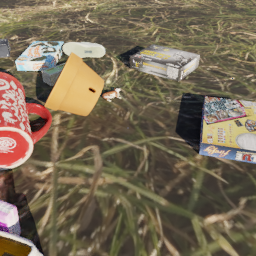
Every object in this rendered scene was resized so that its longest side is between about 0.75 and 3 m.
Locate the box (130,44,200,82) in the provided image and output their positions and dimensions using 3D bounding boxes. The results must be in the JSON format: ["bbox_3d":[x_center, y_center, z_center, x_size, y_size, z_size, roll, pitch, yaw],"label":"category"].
[{"bbox_3d":[1.764,-3.187,13.421,2.677,0.647,2.120,23,42,28],"label":"box"}]

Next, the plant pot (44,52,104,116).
[{"bbox_3d":[-1.784,-1.351,9.696,1.442,2.061,2.061,27,31,-18],"label":"plant pot"}]

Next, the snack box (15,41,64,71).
[{"bbox_3d":[-4.370,-3.697,14.245,1.667,0.532,2.869,1,35,1],"label":"snack box"}]

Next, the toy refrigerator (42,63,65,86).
[{"bbox_3d":[-2.917,-2.490,12.498,0.644,0.594,1.697,30,45,35],"label":"toy refrigerator"}]

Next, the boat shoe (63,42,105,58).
[{"bbox_3d":[-2.280,-4.117,14.759,2.203,0.768,0.784,5,26,-1],"label":"boat shoe"}]

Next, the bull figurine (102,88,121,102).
[{"bbox_3d":[-0.587,-1.321,11.125,0.866,0.282,0.526,-25,42,-31],"label":"bull figurine"}]

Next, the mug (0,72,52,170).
[{"bbox_3d":[-3.567,-0.320,8.430,2.479,1.863,2.793,-17,42,-18],"label":"mug"}]

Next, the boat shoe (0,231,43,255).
[{"bbox_3d":[-2.952,2.288,5.465,2.743,0.958,0.972,11,37,15],"label":"boat shoe"}]

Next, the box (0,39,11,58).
[{"bbox_3d":[-6.908,-4.230,14.893,1.107,0.661,1.126,-10,38,-14],"label":"box"}]

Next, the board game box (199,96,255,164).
[{"bbox_3d":[3.390,-0.055,9.160,1.924,0.491,2.840,9,37,12],"label":"board game box"}]

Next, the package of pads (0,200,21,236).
[{"bbox_3d":[-2.618,1.971,5.959,0.551,0.914,0.346,18,35,17],"label":"package of pads"}]
